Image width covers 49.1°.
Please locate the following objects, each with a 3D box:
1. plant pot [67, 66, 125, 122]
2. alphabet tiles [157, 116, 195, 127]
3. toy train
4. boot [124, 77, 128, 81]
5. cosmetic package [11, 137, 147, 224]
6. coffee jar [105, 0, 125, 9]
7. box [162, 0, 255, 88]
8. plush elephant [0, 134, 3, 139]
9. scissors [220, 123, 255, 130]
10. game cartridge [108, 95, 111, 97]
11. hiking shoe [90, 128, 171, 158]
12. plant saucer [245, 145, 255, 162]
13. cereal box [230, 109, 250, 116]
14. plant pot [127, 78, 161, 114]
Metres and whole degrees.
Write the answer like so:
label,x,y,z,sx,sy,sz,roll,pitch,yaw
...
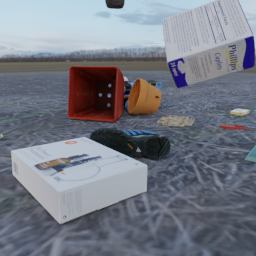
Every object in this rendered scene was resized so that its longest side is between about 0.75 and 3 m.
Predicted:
label,x,y,z,sx,sy,sz,roll,pitch,yaw
plant pot,-1.310,-1.658,13.830,2.471,2.468,2.177,5,6,19
alphabet tiles,2.220,-0.326,12.919,1.557,0.059,1.871,5,16,18
toy train,0.610,-1.927,15.938,2.776,1.586,1.203,-7,17,-25
boot,-0.654,-2.203,17.554,0.988,0.795,2.187,-17,43,38
cosmetic package,-1.263,1.003,6.699,2.145,0.735,2.845,-8,17,-38
coffee jar,-0.305,-2.947,5.997,0.422,0.809,0.345,-2,-18,-14
box,2.489,-2.747,8.944,2.466,1.294,2.268,-14,52,18
plush elephant,-5.135,0.081,10.176,0.731,0.687,0.887,14,20,41
scissors,4.800,0.024,11.572,1.881,0.131,0.688,12,17,35
game cartridge,0.128,-1.947,18.281,2.690,0.516,1.744,5,12,17
hiking shoe,0.053,0.485,8.662,2.439,0.907,1.057,9,5,0
plant saucer,4.079,0.765,8.716,0.520,0.141,1.488,10,19,34
cereal box,5.835,-0.836,14.592,0.650,0.179,0.903,14,20,41
plant pot,0.883,-1.513,14.423,1.284,1.835,1.835,12,11,-17
